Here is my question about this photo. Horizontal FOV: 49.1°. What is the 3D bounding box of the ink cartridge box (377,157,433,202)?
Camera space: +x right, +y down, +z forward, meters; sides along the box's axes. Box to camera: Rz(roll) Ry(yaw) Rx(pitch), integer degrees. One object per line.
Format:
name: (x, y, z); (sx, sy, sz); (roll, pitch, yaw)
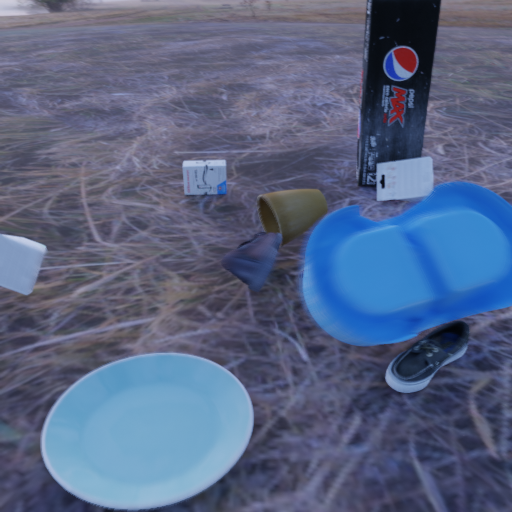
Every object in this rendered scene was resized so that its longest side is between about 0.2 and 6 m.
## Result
ink cartridge box: (3.559, -1.786, 13.405); (1.281, 1.030, 0.321); (-5, -20, 27)

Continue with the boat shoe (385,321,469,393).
boat shoe: (2.455, 1.375, 7.969); (1.642, 0.465, 0.564); (-22, 43, -35)

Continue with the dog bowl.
dog bowl: (2.407, 0.181, 8.562); (3.782, 0.937, 2.108); (-14, 70, -18)

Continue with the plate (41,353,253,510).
plate: (-1.293, 2.095, 6.899); (2.525, 0.323, 2.525); (-1, 28, 0)

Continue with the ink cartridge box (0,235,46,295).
ink cartridge box: (-4.262, 0.068, 9.541); (1.101, 0.886, 0.276); (22, 14, -5)

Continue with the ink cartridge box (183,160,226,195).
ink cartridge box: (-1.257, -1.917, 13.743); (1.045, 0.763, 0.440); (-3, 29, -3)

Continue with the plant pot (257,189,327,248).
plant pot: (0.771, -0.856, 10.996); (1.167, 1.087, 1.087); (-21, 33, -14)

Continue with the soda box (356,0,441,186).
soda box: (3.326, -3.975, 13.532); (1.594, 4.504, 1.426); (1, 33, 6)

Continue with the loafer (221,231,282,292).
loafer: (-0.048, -0.058, 9.638); (0.753, 0.860, 2.392); (25, 13, 0)
